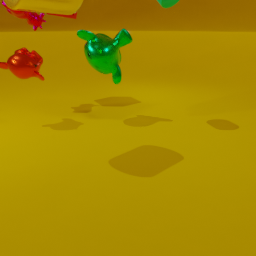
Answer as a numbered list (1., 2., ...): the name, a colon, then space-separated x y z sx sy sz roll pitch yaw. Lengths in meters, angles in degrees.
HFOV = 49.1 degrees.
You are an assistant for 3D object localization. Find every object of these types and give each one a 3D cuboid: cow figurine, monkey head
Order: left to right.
1. cow figurine: -3.459 -3.902 9.460 1.266 0.706 1.287 29 2 -10
2. monkey head: -3.076 -1.810 8.457 1.497 1.077 0.902 17 64 4
3. monkey head: -0.590 -2.354 8.487 1.390 1.932 1.164 -25 23 36

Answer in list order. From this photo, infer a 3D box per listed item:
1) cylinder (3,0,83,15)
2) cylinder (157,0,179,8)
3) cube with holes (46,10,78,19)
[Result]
1. cylinder: -1.611 -2.823 5.238 1.233 1.233 1.233 -15 25 -42
2. cylinder: 1.007 -3.787 7.512 0.771 0.771 0.771 -19 68 -39
3. cube with holes: -2.521 -4.743 10.166 1.104 1.104 1.104 -6 34 -37
